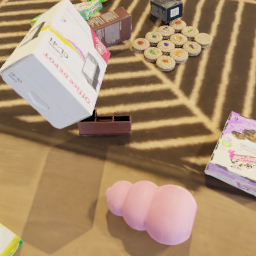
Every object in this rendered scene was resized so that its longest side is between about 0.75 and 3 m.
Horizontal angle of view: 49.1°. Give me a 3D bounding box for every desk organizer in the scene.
[{"bbox_3d":[-0.648,-0.182,7.889,1.501,0.578,0.538,-1,55,-1],"label":"desk organizer"}]

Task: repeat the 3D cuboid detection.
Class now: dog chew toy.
[{"bbox_3d":[0.448,1.734,6.193,2.013,1.253,1.253,14,56,19],"label":"dog chew toy"}]

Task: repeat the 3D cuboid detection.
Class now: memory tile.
[{"bbox_3d":[1.609,-3.097,10.189,2.559,0.215,1.961,-34,61,-22],"label":"memory tile"}]

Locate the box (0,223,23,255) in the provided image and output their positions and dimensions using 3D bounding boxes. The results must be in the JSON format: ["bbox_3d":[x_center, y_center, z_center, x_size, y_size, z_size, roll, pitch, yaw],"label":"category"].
[{"bbox_3d":[-3.502,2.946,5.688,1.391,0.574,2.371,27,56,17],"label":"box"}]

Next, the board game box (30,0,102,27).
[{"bbox_3d":[-2.237,-4.167,10.271,2.259,0.329,1.520,-1,36,20],"label":"board game box"}]

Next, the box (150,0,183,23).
[{"bbox_3d":[1.495,-4.682,10.977,0.814,0.587,1.096,-26,48,-17],"label":"box"}]

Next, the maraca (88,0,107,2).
[{"bbox_3d":[-1.199,-5.596,11.715,0.831,0.648,1.212,40,69,13],"label":"maraca"}]

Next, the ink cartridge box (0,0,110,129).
[{"bbox_3d":[-1.365,-1.393,5.962,0.976,1.683,2.280,-21,40,27],"label":"ink cartridge box"}]

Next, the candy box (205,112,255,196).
[{"bbox_3d":[3.061,0.653,7.247,1.523,0.649,1.815,24,58,16],"label":"candy box"}]

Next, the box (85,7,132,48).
[{"bbox_3d":[-0.848,-3.441,9.967,1.940,0.971,0.727,-27,59,-18],"label":"box"}]
